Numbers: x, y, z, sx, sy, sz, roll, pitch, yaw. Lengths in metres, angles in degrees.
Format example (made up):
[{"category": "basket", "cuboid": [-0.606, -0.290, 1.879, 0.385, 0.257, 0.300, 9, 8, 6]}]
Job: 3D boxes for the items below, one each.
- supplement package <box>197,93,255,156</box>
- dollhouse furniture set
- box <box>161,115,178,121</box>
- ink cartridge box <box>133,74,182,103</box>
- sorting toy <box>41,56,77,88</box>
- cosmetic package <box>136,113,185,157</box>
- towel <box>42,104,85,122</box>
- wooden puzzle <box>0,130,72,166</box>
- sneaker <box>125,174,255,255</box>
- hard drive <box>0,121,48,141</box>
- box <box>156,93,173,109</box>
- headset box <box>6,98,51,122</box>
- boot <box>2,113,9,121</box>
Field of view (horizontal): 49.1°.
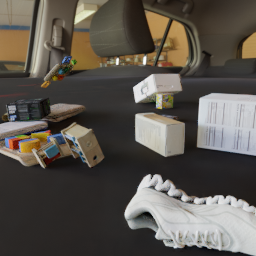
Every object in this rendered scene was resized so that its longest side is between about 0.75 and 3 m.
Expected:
[{"category": "supplement package", "cuboid": [3.325, -0.178, 8.459, 2.034, 1.532, 1.543, 7, 15, 28]}, {"category": "dollhouse furniture set", "cuboid": [-1.457, 0.647, 6.937, 1.291, 0.905, 0.910, -36, 31, -26]}, {"category": "box", "cuboid": [1.733, -0.412, 12.377, 0.776, 0.193, 0.612, 10, 17, 36]}, {"category": "ink cartridge box", "cuboid": [1.752, -2.376, 16.986, 1.863, 1.076, 2.561, -6, -7, -26]}, {"category": "sorting toy", "cuboid": [-3.162, -2.500, 13.019, 2.138, 0.291, 1.204, -40, -8, 23]}, {"category": "cosmetic package", "cuboid": [0.912, 0.140, 8.459, 0.644, 0.953, 1.811, -7, 16, -25]}, {"category": "towel", "cuboid": [-3.284, -0.745, 13.276, 1.607, 0.418, 2.425, 7, 18, 23]}, {"category": "wooden puzzle", "cuboid": [-2.594, 0.433, 8.189, 1.926, 0.481, 2.079, -12, 18, -42]}, {"category": "sneaker", "cuboid": [0.934, 1.367, 3.932, 2.185, 0.821, 0.885, 9, 31, 36]}, {"category": "hard drive", "cuboid": [-4.254, 0.056, 10.180, 1.441, 0.277, 2.184, 6, 15, 29]}, {"category": "box", "cuboid": [2.069, -1.526, 15.752, 0.834, 0.803, 0.509, -8, 16, -32]}, {"category": "headset box", "cuboid": [-3.973, -0.779, 11.415, 1.311, 0.698, 1.506, -4, 14, -1]}, {"category": "boot", "cuboid": [-5.051, -0.540, 12.582, 1.050, 0.379, 0.812, -5, 12, -18]}]
